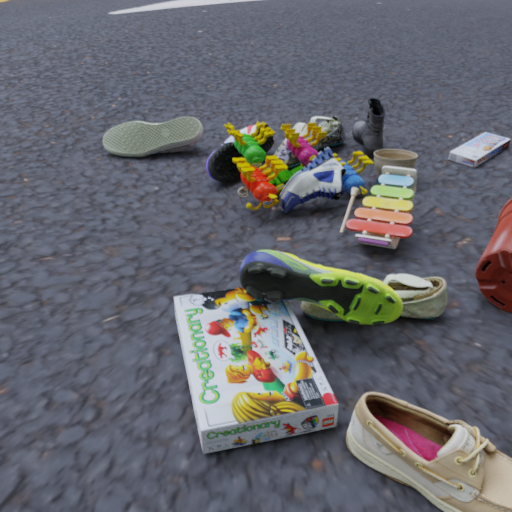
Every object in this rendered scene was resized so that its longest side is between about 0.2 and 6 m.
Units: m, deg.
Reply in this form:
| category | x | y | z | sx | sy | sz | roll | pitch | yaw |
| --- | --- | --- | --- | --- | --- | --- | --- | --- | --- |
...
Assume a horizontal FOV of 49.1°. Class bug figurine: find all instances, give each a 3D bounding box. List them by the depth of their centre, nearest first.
| category | x | y | z | sx | sy | sz | roll | pitch | yaw |
| --- | --- | --- | --- | --- | --- | --- | --- | --- | --- |
| bug figurine | 0.796 | -2.074 | 12.644 | 3.425 | 0.881 | 2.656 | -8 | 45 | -27 |

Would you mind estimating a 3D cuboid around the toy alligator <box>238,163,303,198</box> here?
| category | x | y | z | sx | sy | sz | roll | pitch | yaw |
| --- | --- | --- | --- | --- | --- | --- | --- | --- | --- |
| toy alligator | 0.281 | -1.565 | 12.557 | 2.018 | 0.548 | 0.598 | -26 | 74 | -34 |

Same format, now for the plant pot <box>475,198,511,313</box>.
| category | x | y | z | sx | sy | sz | roll | pitch | yaw |
| --- | --- | --- | --- | --- | --- | --- | --- | --- | --- |
| plant pot | 4.530 | 0.020 | 9.254 | 1.674 | 1.674 | 1.628 | 24 | 48 | 32 |

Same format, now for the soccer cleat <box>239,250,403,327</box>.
| category | x | y | z | sx | sy | sz | roll | pitch | yaw |
| --- | --- | --- | --- | --- | --- | --- | --- | --- | --- |
| soccer cleat | 0.989 | 0.382 | 8.498 | 2.494 | 0.806 | 1.043 | 13 | 26 | 4 |

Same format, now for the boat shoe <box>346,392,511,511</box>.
| category | x | y | z | sx | sy | sz | roll | pitch | yaw |
| --- | --- | --- | --- | --- | --- | --- | --- | --- | --- |
| boat shoe | 2.174 | 2.269 | 6.309 | 2.417 | 0.836 | 0.891 | 17 | 36 | 24 |

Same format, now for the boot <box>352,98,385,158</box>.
| category | x | y | z | sx | sy | sz | roll | pitch | yaw |
| --- | --- | --- | --- | --- | --- | --- | --- | --- | --- |
| boot | 3.087 | -3.590 | 14.949 | 0.708 | 1.336 | 2.029 | -4 | 33 | -5 |

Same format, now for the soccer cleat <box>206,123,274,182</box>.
| category | x | y | z | sx | sy | sz | roll | pitch | yaw |
| --- | --- | --- | --- | --- | --- | --- | --- | --- | --- |
| soccer cleat | -0.555 | -2.513 | 13.898 | 0.985 | 0.918 | 2.691 | -5 | 28 | 37 |

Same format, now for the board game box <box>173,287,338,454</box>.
| category | x | y | z | sx | sy | sz | roll | pitch | yaw |
| --- | --- | --- | --- | --- | --- | --- | --- | --- | --- |
| board game box | -0.139 | 1.413 | 7.955 | 1.739 | 0.477 | 2.754 | -8 | 33 | -12 |

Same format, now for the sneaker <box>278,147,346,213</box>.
| category | x | y | z | sx | sy | sz | roll | pitch | yaw |
| --- | --- | --- | --- | --- | --- | --- | --- | --- | --- |
| sneaker | 1.322 | -1.461 | 11.921 | 0.974 | 0.681 | 1.686 | 43 | 78 | 13 |

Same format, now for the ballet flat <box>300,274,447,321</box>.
| category | x | y | z | sx | sy | sz | roll | pitch | yaw |
| --- | --- | --- | --- | --- | --- | --- | --- | --- | --- |
| ballet flat | 1.889 | 0.577 | 9.009 | 2.353 | 0.734 | 0.793 | -1 | 39 | -1 |

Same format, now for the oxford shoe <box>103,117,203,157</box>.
| category | x | y | z | sx | sy | sz | roll | pitch | yaw |
| --- | --- | --- | --- | --- | --- | --- | --- | --- | --- |
| oxford shoe | -2.684 | -3.063 | 14.756 | 2.649 | 0.996 | 0.765 | -9 | -9 | 0 |

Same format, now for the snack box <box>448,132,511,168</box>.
| category | x | y | z | sx | sy | sz | roll | pitch | yaw |
| --- | --- | --- | --- | --- | --- | --- | --- | --- | --- |
| snack box | 5.907 | -2.816 | 14.755 | 0.731 | 0.247 | 2.035 | 28 | 42 | 36 |

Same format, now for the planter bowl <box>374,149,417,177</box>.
| category | x | y | z | sx | sy | sz | roll | pitch | yaw |
| --- | --- | --- | --- | --- | --- | --- | --- | --- | --- |
| planter bowl | 3.236 | -2.070 | 13.159 | 0.994 | 0.669 | 0.994 | 1 | 25 | -1 |

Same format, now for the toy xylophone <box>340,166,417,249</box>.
| category | x | y | z | sx | sy | sz | roll | pitch | yaw |
| --- | --- | --- | --- | --- | --- | --- | --- | --- | --- |
| toy xylophone | 2.398 | -0.911 | 10.982 | 1.440 | 0.494 | 1.967 | 4 | 55 | 22 |

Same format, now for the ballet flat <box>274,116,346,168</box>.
| category | x | y | z | sx | sy | sz | roll | pitch | yaw |
| --- | --- | --- | --- | --- | --- | --- | --- | --- | --- |
| ballet flat | 1.353 | -3.089 | 14.567 | 0.965 | 0.965 | 2.684 | 27 | 42 | 35 |
